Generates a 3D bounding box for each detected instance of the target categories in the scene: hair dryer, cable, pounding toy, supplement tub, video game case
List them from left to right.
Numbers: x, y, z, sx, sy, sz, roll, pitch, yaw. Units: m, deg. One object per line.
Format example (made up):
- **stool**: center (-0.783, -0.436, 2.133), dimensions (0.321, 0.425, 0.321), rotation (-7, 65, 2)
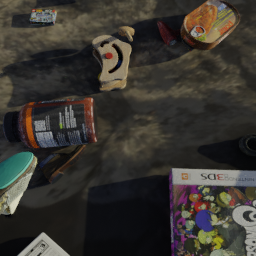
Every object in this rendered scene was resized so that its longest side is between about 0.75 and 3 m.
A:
- **video game case**: center (-1.850, 3.558, 5.751), dimensions (1.982, 0.239, 2.174), rotation (35, 39, 14)
- **supplement tub**: center (-1.973, -0.119, 7.348), dimensions (2.296, 1.228, 1.228), rotation (-4, 67, -1)
- **pounding toy**: center (-0.514, -2.229, 8.243), dimensions (1.191, 1.195, 2.083), rotation (9, 67, -1)
- **hair dryer**: center (1.602, -3.045, 9.118), dimensions (1.506, 0.409, 1.147), rotation (28, 54, 6)
- **video game case**: center (2.359, 2.456, 6.633), dimensions (2.674, 0.528, 2.950), rotation (2, 67, 1)
- **cable**: center (4.407, 0.529, 7.605), dimensions (2.621, 0.660, 1.273), rotation (-12, 84, 8)

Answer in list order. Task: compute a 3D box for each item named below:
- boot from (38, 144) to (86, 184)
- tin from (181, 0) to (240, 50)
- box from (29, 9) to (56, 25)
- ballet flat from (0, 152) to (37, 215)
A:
- **boot**: center (-1.742, 0.783, 7.367), dimensions (0.630, 0.486, 1.300), rotation (40, 75, 13)
- **tin**: center (2.629, -3.300, 8.933), dimensions (1.285, 0.481, 2.296), rotation (42, 64, 15)
- **box**: center (-2.867, -3.739, 9.445), dimensions (0.814, 0.162, 0.557), rotation (1, 67, 1)
- **ballet flat**: center (-1.868, 1.027, 3.761), dimensions (0.671, 0.671, 1.865), rotation (23, 32, 9)
